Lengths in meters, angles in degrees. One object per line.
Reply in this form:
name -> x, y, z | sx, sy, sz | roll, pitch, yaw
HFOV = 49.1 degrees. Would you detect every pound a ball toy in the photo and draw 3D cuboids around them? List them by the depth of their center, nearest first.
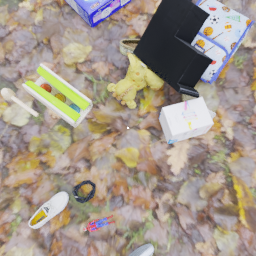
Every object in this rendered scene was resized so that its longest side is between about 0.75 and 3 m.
pound a ball toy -> -2.320, -0.792, 8.185 | 2.173, 0.923, 1.417 | 36, 79, 3

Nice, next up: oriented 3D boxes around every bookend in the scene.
bookend -> 2.054, -3.141, 10.110 | 2.892, 1.340, 2.910 | 49, 119, 35

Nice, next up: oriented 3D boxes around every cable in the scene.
cable -> -1.581, 2.346, 10.365 | 0.896, 0.227, 0.731 | -26, 74, -9

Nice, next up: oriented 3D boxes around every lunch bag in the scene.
lunch bag -> 3.235, -3.545, 11.497 | 2.453, 1.787, 2.885 | 36, 89, 11

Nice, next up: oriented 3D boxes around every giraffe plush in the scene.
giraffe plush -> 0.227, -1.744, 11.051 | 1.835, 2.126, 1.724 | 45, 106, 12

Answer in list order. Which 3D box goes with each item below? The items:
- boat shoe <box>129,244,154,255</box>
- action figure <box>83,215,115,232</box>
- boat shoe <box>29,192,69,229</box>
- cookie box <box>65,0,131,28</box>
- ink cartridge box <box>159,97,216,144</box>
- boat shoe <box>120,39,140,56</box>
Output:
boat shoe -> 0.179, 4.682, 9.476 | 1.873, 0.674, 0.581 | -38, 91, -2
action figure -> -1.051, 3.436, 10.005 | 1.133, 0.293, 0.371 | -20, 76, -3
boat shoe -> -2.836, 2.915, 9.992 | 1.667, 0.582, 0.591 | -39, 76, -11
cookie box -> -1.644, -6.349, 12.699 | 2.416, 1.061, 2.825 | -39, 76, -11
ink cartridge box -> 2.282, -0.299, 10.710 | 1.843, 1.185, 1.154 | -16, 72, -6
boat shoe -> 0.668, -3.433, 11.990 | 2.062, 0.646, 0.756 | 0, 72, 0
